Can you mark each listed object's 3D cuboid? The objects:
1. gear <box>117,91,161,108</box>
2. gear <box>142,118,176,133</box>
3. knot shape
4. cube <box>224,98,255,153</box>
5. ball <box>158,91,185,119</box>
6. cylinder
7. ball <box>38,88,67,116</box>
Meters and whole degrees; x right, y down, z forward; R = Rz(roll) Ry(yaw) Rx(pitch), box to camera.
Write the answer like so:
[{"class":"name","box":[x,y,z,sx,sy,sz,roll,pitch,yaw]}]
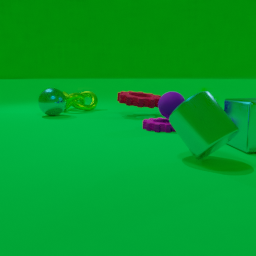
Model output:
[{"class":"gear","box":[0.469,-1.087,10.563,1.715,0.317,1.715,6,15,-2]},{"class":"gear","box":[1.044,-0.097,8.182,1.222,0.226,1.222,0,11,0]},{"class":"knot shape","box":[-2.313,-1.159,12.128,1.740,0.804,1.628,5,12,23]},{"class":"cube","box":[2.767,-0.101,6.038,1.024,1.024,1.024,-2,10,-9]},{"class":"ball","box":[1.249,-0.640,7.953,0.789,0.789,0.789,0,11,0]},{"class":"cylinder","box":[1.365,-0.042,5.101,0.909,0.909,0.909,-29,-20,-12]},{"class":"ball","box":[-2.859,-0.983,10.614,1.053,1.053,1.053,0,11,0]}]
